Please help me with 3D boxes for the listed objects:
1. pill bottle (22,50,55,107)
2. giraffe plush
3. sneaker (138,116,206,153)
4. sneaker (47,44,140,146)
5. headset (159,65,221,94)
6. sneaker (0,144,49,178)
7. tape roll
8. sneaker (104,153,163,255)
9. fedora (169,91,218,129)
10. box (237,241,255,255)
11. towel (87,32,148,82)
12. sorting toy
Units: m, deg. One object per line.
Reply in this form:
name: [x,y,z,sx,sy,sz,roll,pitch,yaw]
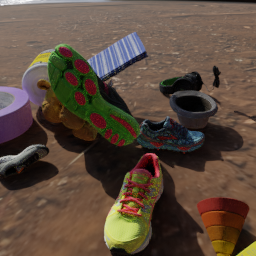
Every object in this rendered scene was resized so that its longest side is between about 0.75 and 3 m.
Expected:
pill bottle: [-2.780,-1.956,10.198,1.525,1.525,2.722,-2,30,-4]
giraffe plush: [-1.705,-0.786,8.079,1.860,1.979,2.294,0,25,25]
sneaker: [1.136,0.133,7.211,1.756,0.839,0.696,1,30,2]
sneaker: [-0.853,-0.729,6.799,1.104,2.876,1.205,-36,26,7]
headset: [2.214,-1.732,10.249,2.340,1.099,1.445,10,30,40]
sneaker: [-2.406,0.793,6.528,1.241,0.459,0.492,-25,47,-27]
tape roll: [-4.124,-0.410,8.212,2.460,0.807,2.460,0,30,0]
sneaker: [0.132,1.245,5.116,0.848,0.980,2.170,10,32,13]
fedora: [1.936,-0.483,8.436,1.388,0.709,1.569,-6,32,-9]
box: [2.313,2.144,4.043,2.028,0.491,1.190,-20,34,-28]
towel: [-0.636,-2.093,9.114,2.543,0.303,1.841,-29,38,10]
sorting toy: [2.347,1.584,4.221,2.682,0.930,0.924,-12,49,32]
